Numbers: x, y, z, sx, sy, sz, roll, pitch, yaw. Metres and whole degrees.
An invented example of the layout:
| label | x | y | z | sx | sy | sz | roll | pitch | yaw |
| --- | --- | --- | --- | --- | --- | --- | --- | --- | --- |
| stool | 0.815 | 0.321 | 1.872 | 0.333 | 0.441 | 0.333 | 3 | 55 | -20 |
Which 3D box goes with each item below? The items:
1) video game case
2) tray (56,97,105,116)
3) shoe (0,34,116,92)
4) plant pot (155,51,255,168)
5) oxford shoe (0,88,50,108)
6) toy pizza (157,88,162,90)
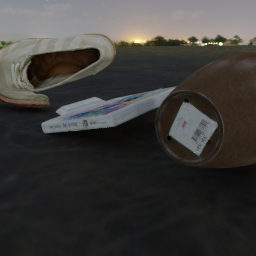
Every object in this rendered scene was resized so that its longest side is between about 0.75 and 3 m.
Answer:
| label | x | y | z | sx | sy | sz | roll | pitch | yaw |
| --- | --- | --- | --- | --- | --- | --- | --- | --- | --- |
| video game case | -0.330 | -0.453 | 6.764 | 2.416 | 0.314 | 2.654 | -5 | 14 | 43 |
| tray | -1.427 | -0.692 | 8.673 | 1.496 | 0.166 | 0.803 | -20 | 25 | -27 |
| shoe | -1.576 | -1.218 | 5.252 | 2.673 | 0.935 | 0.714 | -10 | 29 | 12 |
| plant pot | 1.402 | -0.177 | 4.201 | 1.931 | 1.931 | 2.066 | 14 | 19 | 38 |
| oxford shoe | -3.610 | -1.235 | 9.038 | 2.579 | 0.952 | 0.913 | 13 | 0 | 18 |
| toy pizza | 0.444 | -0.883 | 8.838 | 1.496 | 0.237 | 1.496 | -22 | 3 | 1 |
